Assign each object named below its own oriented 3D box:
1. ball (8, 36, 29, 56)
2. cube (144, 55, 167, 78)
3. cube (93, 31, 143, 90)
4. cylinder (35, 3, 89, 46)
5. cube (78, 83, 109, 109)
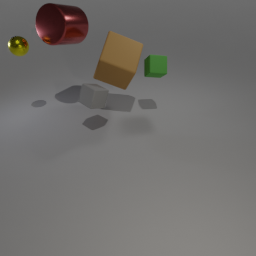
[{"bbox_3d":[-3.892,-2.913,9.983,0.700,0.700,0.700,0,31,0],"label":"ball"},{"bbox_3d":[1.061,-2.369,10.806,0.700,0.700,0.700,1,-3,-15],"label":"cube"},{"bbox_3d":[-0.397,-2.575,10.853,1.400,1.400,1.400,19,66,-10],"label":"cube"},{"bbox_3d":[-2.413,-3.808,10.363,1.400,1.400,1.400,16,24,24],"label":"cylinder"},{"bbox_3d":[-1.227,-1.141,9.980,0.700,0.700,0.700,30,24,33],"label":"cube"}]
